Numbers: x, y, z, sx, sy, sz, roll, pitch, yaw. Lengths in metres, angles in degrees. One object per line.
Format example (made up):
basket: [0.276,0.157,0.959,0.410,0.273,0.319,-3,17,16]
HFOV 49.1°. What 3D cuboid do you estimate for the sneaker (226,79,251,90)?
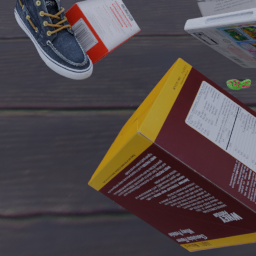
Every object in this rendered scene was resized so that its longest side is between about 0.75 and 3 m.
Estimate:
sneaker: [2.948,-1.189,7.566,0.752,0.289,0.315,-3,15,-22]

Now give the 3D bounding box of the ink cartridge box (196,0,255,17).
ink cartridge box: [2.936,-4.233,8.053,1.894,2.586,1.111,-5,59,32]

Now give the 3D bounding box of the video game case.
video game case: [2.756,-1.758,5.833,2.192,2.408,0.285,18,92,55]

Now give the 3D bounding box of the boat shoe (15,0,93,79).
boat shoe: [-1.349,-1.838,5.005,0.741,0.951,2.095,-33,73,-35]

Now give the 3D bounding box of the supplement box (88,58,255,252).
supplement box: [0.954,0.645,4.629,2.325,2.293,1.544,34,55,-4]

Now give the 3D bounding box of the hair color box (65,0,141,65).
hair color box: [-0.553,-2.298,6.355,0.674,1.117,2.201,-27,16,32]
